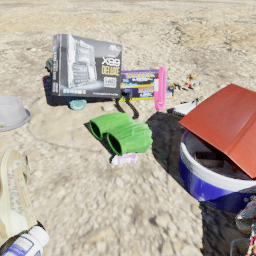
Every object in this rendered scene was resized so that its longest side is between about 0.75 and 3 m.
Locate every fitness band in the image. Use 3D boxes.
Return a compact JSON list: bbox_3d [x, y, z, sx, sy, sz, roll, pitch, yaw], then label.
[{"bbox_3d":[1.046,-1.236,8.890,0.259,1.382,0.992,5,18,16],"label":"fitness band"}]

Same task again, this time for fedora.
[{"bbox_3d":[-4.768,-0.640,10.515,2.068,0.934,1.829,0,32,0],"label":"fedora"}]

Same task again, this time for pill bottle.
[{"bbox_3d":[-2.136,2.565,5.784,0.606,0.606,1.012,15,35,23],"label":"pill bottle"}]

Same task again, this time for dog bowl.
[{"bbox_3d":[2.858,0.957,7.828,2.836,1.117,2.836,0,32,0],"label":"dog bowl"}]

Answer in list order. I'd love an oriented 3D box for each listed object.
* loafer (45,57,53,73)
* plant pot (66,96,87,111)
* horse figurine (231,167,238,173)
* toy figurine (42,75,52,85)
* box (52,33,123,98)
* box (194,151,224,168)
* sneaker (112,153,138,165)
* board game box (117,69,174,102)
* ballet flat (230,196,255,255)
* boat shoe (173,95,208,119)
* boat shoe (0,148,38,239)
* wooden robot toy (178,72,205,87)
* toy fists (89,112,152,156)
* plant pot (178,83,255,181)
[{"bbox_3d":[-3.601,-3.004,14.382,2.406,0.864,0.757,28,48,33],"label":"loafer"},{"bbox_3d":[-2.107,-1.231,11.554,0.949,0.949,0.892,-8,49,-12],"label":"plant pot"},{"bbox_3d":[3.218,1.012,8.217,0.507,0.191,0.765,-16,39,13],"label":"horse figurine"},{"bbox_3d":[-3.797,-2.281,13.781,0.871,0.460,0.522,-4,61,-3],"label":"toy figurine"},{"bbox_3d":[-1.507,-2.293,10.815,2.768,2.183,0.689,-2,9,-39],"label":"box"},{"bbox_3d":[2.391,0.930,8.291,0.807,0.302,0.404,2,28,7],"label":"box"},{"bbox_3d":[-0.056,0.965,8.591,0.857,0.310,0.488,-26,44,-35],"label":"sneaker"},{"bbox_3d":[0.659,-2.027,12.917,2.493,0.707,2.061,-4,34,-7],"label":"board game box"},{"bbox_3d":[2.576,2.211,5.624,0.918,1.086,2.873,-3,38,35],"label":"ballet flat"},{"bbox_3d":[2.900,-0.902,11.045,2.349,0.804,0.878,-7,33,-11],"label":"boat shoe"},{"bbox_3d":[-2.804,1.546,7.184,0.836,0.978,2.667,-6,43,-17],"label":"boat shoe"},{"bbox_3d":[2.866,-2.177,12.366,1.237,0.561,0.545,21,58,-6],"label":"wooden robot toy"},{"bbox_3d":[-0.204,0.145,9.241,1.306,0.881,2.562,-21,27,-24],"label":"toy fists"},{"bbox_3d":[2.936,-0.008,7.466,1.737,1.969,1.971,-52,35,3],"label":"plant pot"}]
